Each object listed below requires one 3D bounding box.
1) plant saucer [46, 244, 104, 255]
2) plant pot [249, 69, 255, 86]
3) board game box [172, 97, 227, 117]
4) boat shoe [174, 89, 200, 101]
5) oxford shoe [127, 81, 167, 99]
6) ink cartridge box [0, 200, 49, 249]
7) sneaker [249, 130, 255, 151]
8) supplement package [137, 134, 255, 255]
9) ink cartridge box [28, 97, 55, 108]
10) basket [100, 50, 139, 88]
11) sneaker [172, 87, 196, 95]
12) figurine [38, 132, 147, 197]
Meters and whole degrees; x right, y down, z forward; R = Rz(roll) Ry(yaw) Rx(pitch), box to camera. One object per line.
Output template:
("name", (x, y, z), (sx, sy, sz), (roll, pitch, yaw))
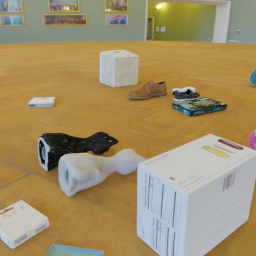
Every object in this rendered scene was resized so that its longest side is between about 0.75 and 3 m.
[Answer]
("plant saucer", (-0.939, 2.261, 4.932), (0.983, 0.093, 0.344), (5, 22, 9))
("plant pot", (8.048, -2.944, 16.581), (0.888, 1.319, 1.319), (28, 13, -22))
("board game box", (3.242, -0.993, 12.746), (2.051, 0.289, 1.387), (-11, 24, -25))
("boat shoe", (3.040, -1.729, 14.258), (1.571, 0.521, 0.587), (-8, 23, -20))
("oxford shoe", (0.979, -2.009, 14.557), (2.412, 0.860, 0.860), (-15, 28, -30))
("ink cartridge box", (-2.232, 1.905, 5.657), (1.016, 0.254, 0.818), (12, 25, 39))
("sneaker", (4.833, 0.692, 7.556), (2.960, 1.204, 1.306), (22, 29, 26))
("supplement package", (1.321, 1.260, 5.318), (2.097, 1.633, 1.163), (-18, 28, -36))
("ink cartridge box", (-4.100, -1.232, 13.414), (1.096, 0.239, 0.951), (-1, 21, -3))
("basket", (-0.531, -3.602, 17.130), (1.954, 1.971, 1.585), (-14, 32, -31))
("sneaker", (2.924, -1.860, 14.781), (1.240, 0.452, 0.525), (-3, 24, 21))
("figurine", (-0.951, 0.745, 7.669), (2.303, 1.016, 2.361), (-11, 25, -35))
